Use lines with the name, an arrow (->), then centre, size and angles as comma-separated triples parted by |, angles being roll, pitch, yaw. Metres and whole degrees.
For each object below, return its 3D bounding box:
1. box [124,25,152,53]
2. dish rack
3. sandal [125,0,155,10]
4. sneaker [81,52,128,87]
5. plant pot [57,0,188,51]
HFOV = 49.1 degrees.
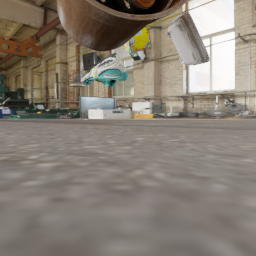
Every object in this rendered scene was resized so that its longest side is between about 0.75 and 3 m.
box -> 0.258, -3.692, 10.728 | 0.848, 1.390, 1.339 | -15, 20, -4
dish rack -> 1.472, -2.197, 7.231 | 0.345, 1.358, 1.582 | -27, 10, -1
sandal -> 0.005, -2.790, 4.376 | 0.842, 1.126, 2.939 | 17, 6, 31
sneaker -> -0.969, -1.984, 10.816 | 1.030, 1.058, 2.657 | -50, 24, -24
plant pot -> -0.319, -2.865, 5.568 | 2.617, 2.617, 2.591 | -1, -4, -17
